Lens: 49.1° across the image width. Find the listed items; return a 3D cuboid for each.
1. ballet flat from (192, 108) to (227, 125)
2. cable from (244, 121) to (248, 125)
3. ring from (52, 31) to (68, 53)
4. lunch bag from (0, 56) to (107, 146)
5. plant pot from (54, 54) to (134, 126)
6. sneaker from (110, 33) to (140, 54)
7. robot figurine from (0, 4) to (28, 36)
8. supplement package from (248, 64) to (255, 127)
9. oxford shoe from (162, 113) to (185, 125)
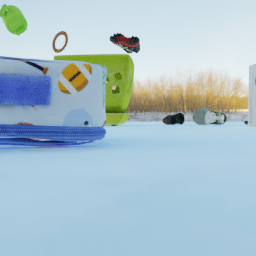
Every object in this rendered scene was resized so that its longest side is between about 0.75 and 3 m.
[{"bbox_3d":[3.703,-0.492,12.388,0.708,0.749,2.223,4,3,44],"label":"ballet flat"},{"bbox_3d":[5.696,-0.235,12.779,0.638,0.199,0.782,0,1,-15],"label":"cable"},{"bbox_3d":[-2.773,-3.506,11.398,0.089,0.930,0.930,31,12,17],"label":"ring"},{"bbox_3d":[-1.200,-0.218,2.347,1.996,0.754,1.599,1,3,-14],"label":"lunch bag"},{"bbox_3d":[-1.177,-1.356,10.966,2.782,2.537,2.796,1,2,5],"label":"plant pot"},{"bbox_3d":[-0.105,-3.291,11.011,1.491,0.527,0.729,24,-22,33],"label":"sneaker"},{"bbox_3d":[-3.339,-3.176,8.220,0.610,1.055,0.925,-36,-29,5],"label":"robot figurine"},{"bbox_3d":[3.919,-0.753,6.052,1.565,1.576,2.077,0,2,-12],"label":"supplement package"},{"bbox_3d":[2.232,-0.452,13.681,0.687,0.592,1.628,0,1,41],"label":"oxford shoe"}]
